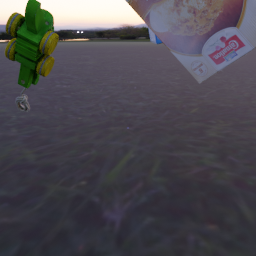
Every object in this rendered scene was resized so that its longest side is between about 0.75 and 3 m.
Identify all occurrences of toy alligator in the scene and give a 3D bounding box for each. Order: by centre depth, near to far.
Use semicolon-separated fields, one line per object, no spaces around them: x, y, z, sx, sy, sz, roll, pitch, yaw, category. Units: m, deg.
-1.310;-0.988;3.913;0.581;1.961;0.532;27;50;-4;toy alligator

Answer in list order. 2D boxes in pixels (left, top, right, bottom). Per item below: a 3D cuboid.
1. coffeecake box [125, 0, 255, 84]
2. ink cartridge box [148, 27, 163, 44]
1.320;-2.512;5.237;1.014;2.775;2.130;-47;7;-29;coffeecake box
1.957;-4.347;10.737;2.342;1.693;0.986;-14;24;-6;ink cartridge box
